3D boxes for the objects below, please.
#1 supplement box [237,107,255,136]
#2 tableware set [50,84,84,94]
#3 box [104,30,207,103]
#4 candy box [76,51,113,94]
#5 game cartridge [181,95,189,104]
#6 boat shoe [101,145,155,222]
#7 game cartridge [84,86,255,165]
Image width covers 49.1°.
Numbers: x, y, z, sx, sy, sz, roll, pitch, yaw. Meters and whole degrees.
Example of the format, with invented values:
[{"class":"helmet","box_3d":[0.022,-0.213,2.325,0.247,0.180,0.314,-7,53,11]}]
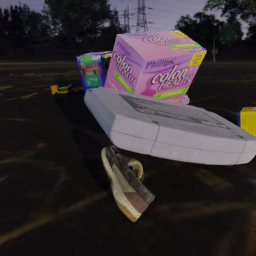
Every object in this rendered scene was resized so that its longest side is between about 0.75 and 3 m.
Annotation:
[{"class":"supplement box","box_3d":[3.109,-0.128,6.312,1.160,0.632,0.635,1,15,29]},{"class":"tableware set","box_3d":[-2.462,-1.936,13.181,2.289,0.351,1.542,-8,13,-11]},{"class":"box","box_3d":[0.498,-1.048,6.523,1.839,2.090,1.011,-17,52,-35]},{"class":"candy box","box_3d":[-1.054,-1.826,10.292,0.697,1.809,1.529,-27,26,-37]},{"class":"game cartridge","box_3d":[1.216,-1.045,10.277,1.796,0.363,1.197,-4,20,-3]},{"class":"boat shoe","box_3d":[-0.003,0.626,3.758,0.461,0.521,1.423,-34,33,2]},{"class":"game cartridge","box_3d":[0.806,-0.038,4.944,2.871,0.596,1.912,9,24,-25]}]
